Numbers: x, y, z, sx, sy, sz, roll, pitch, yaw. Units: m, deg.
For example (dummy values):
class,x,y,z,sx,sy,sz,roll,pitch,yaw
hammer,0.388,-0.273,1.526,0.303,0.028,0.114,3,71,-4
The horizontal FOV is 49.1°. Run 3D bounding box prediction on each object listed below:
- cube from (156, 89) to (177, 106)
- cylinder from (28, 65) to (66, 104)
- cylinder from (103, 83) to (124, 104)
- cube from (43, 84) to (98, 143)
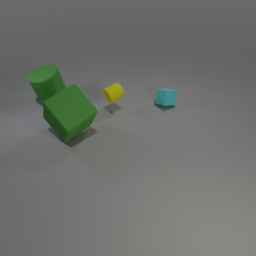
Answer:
class,x,y,z,sx,sy,sz,roll,pitch,yaw
cube,1.800,-1.460,13.182,0.700,0.700,0.700,-7,17,-34
cylinder,-3.685,-1.984,13.015,1.400,1.400,1.400,-10,43,9
cylinder,-0.636,-1.538,12.319,0.700,0.700,0.700,-32,43,-21
cube,-2.210,-0.530,10.576,1.400,1.400,1.400,-38,85,-26
